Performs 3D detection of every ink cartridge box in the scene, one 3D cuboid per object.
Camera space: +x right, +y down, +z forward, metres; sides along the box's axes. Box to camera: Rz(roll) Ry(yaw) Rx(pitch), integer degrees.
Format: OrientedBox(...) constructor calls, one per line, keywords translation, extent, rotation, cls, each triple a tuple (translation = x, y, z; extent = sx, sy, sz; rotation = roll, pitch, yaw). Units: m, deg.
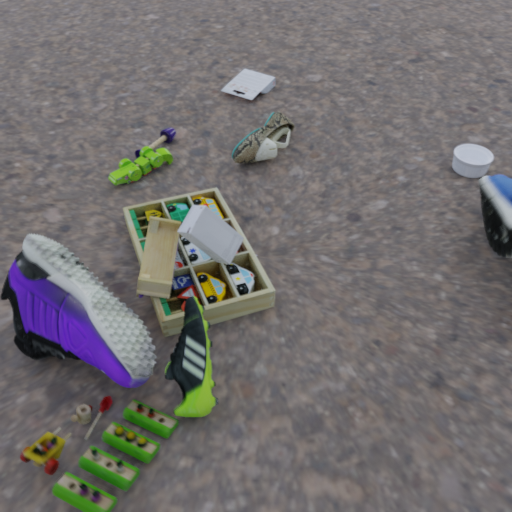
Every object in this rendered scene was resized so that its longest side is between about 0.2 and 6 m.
OrientedBox(translation=(-0.202, -4.625, 15.415), extent=(1.025, 0.317, 1.264), rotation=(23, 56, 21), cls="ink cartridge box")

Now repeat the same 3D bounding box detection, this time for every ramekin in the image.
OrientedBox(translation=(4.841, -2.121, 12.602), extent=(0.849, 0.414, 0.849), rotation=(0, 44, 0), cls="ramekin")

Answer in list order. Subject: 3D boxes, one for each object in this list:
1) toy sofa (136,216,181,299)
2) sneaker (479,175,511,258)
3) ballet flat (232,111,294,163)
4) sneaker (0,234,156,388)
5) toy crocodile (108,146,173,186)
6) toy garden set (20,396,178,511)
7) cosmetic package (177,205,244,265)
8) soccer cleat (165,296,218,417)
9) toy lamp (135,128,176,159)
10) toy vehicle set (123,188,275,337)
OrientedBox(translation=(-1.655, 0.065, 9.531), extent=(0.567, 0.669, 1.370), rotation=(9, 54, -10), cls="toy sofa")
OrientedBox(translation=(5.040, -0.578, 9.762), extent=(1.532, 1.349, 3.436), rotation=(-17, 29, 4), cls="sneaker")
OrientedBox(translation=(0.300, -2.698, 13.061), extent=(0.821, 0.740, 2.180), rotation=(30, 47, 11), cls="ballet flat")
OrientedBox(translation=(-2.869, 1.149, 8.642), extent=(3.065, 1.066, 1.524), rotation=(42, 99, 22), cls="sneaker")
OrientedBox(translation=(-2.557, -1.984, 12.475), extent=(1.566, 0.484, 0.529), rotation=(-37, 55, -27), cls="toy crocodile")
OrientedBox(translation=(-2.105, 2.457, 7.521), extent=(1.429, 0.342, 1.714), rotation=(19, 34, 18), cls="toy garden set")
OrientedBox(translation=(-0.763, -0.356, 9.553), extent=(0.417, 1.027, 0.580), rotation=(7, 63, 51), cls="cosmetic package")
OrientedBox(translation=(-0.991, 1.450, 8.153), extent=(0.710, 0.591, 1.752), rotation=(-4, 74, -11), cls="soccer cleat")
OrientedBox(translation=(-2.348, -2.652, 13.230), extent=(0.362, 0.362, 1.244), rotation=(24, 50, 23), cls="toy lamp")
OrientedBox(translation=(-1.161, -0.034, 10.378), extent=(1.973, 0.421, 3.175), rotation=(-15, 45, -15), cls="toy vehicle set")
